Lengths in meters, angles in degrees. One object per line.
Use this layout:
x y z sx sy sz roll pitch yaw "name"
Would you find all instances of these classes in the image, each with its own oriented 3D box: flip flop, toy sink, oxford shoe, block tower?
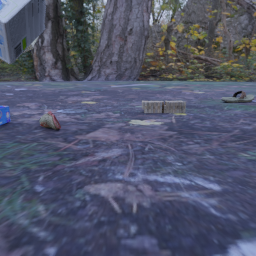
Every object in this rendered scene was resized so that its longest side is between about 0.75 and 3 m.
5.970 -1.710 15.121 2.087 0.601 0.846 -4 12 -20 "flip flop"
-3.198 -2.625 7.332 1.142 1.329 2.039 -19 35 9 "toy sink"
-2.280 -0.132 8.113 0.486 0.458 1.299 -30 20 -15 "oxford shoe"
1.421 -0.850 11.235 1.713 0.463 0.495 0 13 0 "block tower"

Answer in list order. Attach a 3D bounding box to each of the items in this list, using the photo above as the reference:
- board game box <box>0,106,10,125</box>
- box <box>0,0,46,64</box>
-5.150 -0.304 8.269 2.513 0.565 1.911 1 11 4 "board game box"
-2.889 -2.561 5.245 2.362 1.197 1.329 33 -26 -4 "box"
